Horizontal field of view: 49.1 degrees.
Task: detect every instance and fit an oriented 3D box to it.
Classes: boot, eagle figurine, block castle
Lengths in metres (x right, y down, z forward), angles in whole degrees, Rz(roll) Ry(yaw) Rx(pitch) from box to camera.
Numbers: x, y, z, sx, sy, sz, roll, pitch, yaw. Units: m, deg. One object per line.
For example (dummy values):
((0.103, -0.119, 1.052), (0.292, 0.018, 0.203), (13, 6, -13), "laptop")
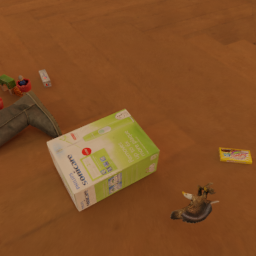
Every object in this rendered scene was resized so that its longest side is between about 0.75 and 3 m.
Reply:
((-3.273, 0.089, 8.194), (2.142, 0.777, 1.947), (-37, 74, -23), "boot")
((1.438, 1.664, 6.033), (0.761, 0.765, 1.008), (18, 64, 35), "eagle figurine")
((-4.557, -1.359, 9.330), (2.437, 1.143, 1.628), (26, 52, 23), "block castle")

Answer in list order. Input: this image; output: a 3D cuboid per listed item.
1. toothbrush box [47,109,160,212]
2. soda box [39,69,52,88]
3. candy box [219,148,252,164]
((-0.629, 0.752, 7.311), (2.345, 1.009, 1.707), (-24, 55, -19), "toothbrush box")
((-3.081, -1.840, 10.401), (0.255, 0.274, 0.804), (-20, 49, -17), "soda box")
((3.057, 0.790, 7.993), (0.867, 0.114, 0.443), (5, 48, 5), "candy box")
